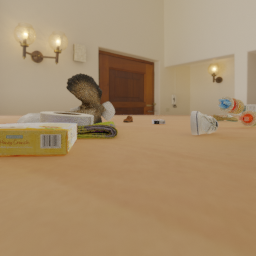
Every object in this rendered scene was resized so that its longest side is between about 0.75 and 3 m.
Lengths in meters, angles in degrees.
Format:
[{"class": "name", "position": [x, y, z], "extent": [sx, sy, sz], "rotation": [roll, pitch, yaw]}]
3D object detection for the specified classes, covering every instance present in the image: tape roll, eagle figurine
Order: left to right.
[{"class": "tape roll", "position": [-1.477, -0.235, 6.818], "extent": [1.300, 0.237, 1.300], "rotation": [4, 5, 0]}, {"class": "eagle figurine", "position": [-1.346, -0.706, 9.227], "extent": [1.511, 1.503, 1.992], "rotation": [43, -9, 6]}]

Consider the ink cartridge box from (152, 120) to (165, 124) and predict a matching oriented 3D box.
[{"class": "ink cartridge box", "position": [1.240, -0.261, 11.495], "extent": [0.463, 0.181, 0.979], "rotation": [0, 6, -1]}]

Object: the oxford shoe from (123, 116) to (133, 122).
[{"class": "oxford shoe", "position": [-0.008, -0.417, 13.056], "extent": [0.319, 0.319, 0.896], "rotation": [3, 6, 18]}]

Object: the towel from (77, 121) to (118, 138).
[{"class": "towel", "position": [-1.075, 0.002, 6.068], "extent": [1.701, 0.270, 2.368], "rotation": [-1, 4, -3]}]

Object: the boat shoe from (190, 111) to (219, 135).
[{"class": "boat shoe", "position": [1.684, -0.089, 6.038], "extent": [0.501, 0.509, 1.435], "rotation": [-2, -4, 24]}]

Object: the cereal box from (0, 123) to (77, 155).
[{"class": "cereal box", "position": [-1.305, 0.107, 3.781], "extent": [1.142, 0.314, 1.587], "rotation": [0, 3, -6]}]

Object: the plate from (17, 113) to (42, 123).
[{"class": "plate", "position": [-2.804, -0.378, 11.117], "extent": [2.840, 0.460, 2.846], "rotation": [-1, 3, -26]}]

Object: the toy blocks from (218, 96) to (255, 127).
[{"class": "toy blocks", "position": [3.332, -0.501, 8.520], "extent": [1.390, 0.505, 1.159], "rotation": [2, 39, -50]}]

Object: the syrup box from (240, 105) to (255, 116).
[{"class": "syrup box", "position": [6.270, -0.667, 12.812], "extent": [2.078, 0.818, 0.846], "rotation": [2, 4, 27]}]

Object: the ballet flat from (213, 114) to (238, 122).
[{"class": "ballet flat", "position": [4.952, -0.531, 14.249], "extent": [1.256, 0.396, 0.431], "rotation": [1, 4, 20]}]
